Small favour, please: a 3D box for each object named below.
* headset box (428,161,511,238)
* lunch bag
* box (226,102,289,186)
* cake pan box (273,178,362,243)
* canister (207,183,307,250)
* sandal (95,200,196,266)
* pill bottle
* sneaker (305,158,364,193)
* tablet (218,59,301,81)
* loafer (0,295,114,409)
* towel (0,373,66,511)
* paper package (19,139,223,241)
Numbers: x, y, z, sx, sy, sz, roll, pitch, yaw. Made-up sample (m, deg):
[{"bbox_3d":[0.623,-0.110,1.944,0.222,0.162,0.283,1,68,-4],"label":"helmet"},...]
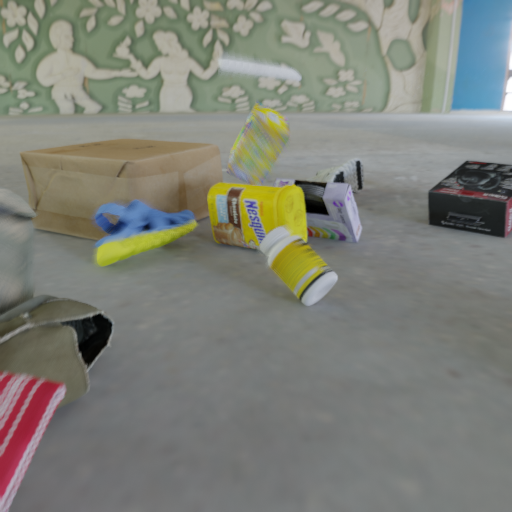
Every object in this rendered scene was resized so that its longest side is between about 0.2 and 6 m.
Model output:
[{"bbox_3d":[4.378,-1.119,10.843,1.507,0.782,2.025,14,36,39],"label":"headset box"},{"bbox_3d":[-3.221,-0.270,5.774,1.138,1.935,1.587,-27,-33,24],"label":"lunch bag"},{"bbox_3d":[0.051,-2.643,13.310,0.905,1.429,1.484,25,29,-13],"label":"box"},{"bbox_3d":[1.051,-0.786,9.562,1.308,1.421,0.372,8,64,23],"label":"cake pan box"},{"bbox_3d":[-0.001,-0.629,9.232,1.522,1.131,0.659,9,29,32],"label":"canister"},{"bbox_3d":[-1.780,-0.524,8.987,0.809,0.887,2.036,-25,-2,37],"label":"sandal"},{"bbox_3d":[0.518,0.110,7.167,0.989,0.556,0.556,47,39,19],"label":"pill bottle"},{"bbox_3d":[1.974,-1.889,13.764,0.950,0.881,2.344,1,15,32],"label":"sneaker"},{"bbox_3d":[0.053,-4.405,13.195,1.884,0.129,1.226,5,26,-9],"label":"tablet"},{"bbox_3d":[-1.900,0.903,4.733,0.867,0.936,2.488,-3,17,6],"label":"loafer"},{"bbox_3d":[-2.633,1.387,3.124,2.623,0.295,1.897,3,44,10],"label":"towel"},{"bbox_3d":[-2.539,-1.393,10.991,2.772,1.504,2.908,9,20,26],"label":"paper package"}]
